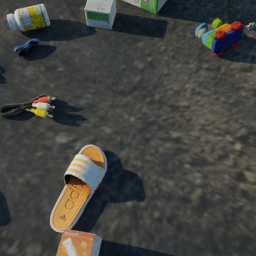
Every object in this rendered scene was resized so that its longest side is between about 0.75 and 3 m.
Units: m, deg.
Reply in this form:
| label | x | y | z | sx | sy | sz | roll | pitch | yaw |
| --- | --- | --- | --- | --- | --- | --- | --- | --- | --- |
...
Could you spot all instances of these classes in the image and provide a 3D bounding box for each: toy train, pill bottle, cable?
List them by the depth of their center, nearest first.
| label | x | y | z | sx | sy | sz | roll | pitch | yaw |
| --- | --- | --- | --- | --- | --- | --- | --- | --- | --- |
| cable | -2.863 | -0.668 | 7.977 | 1.689 | 0.425 | 0.820 | 3 | 64 | 1 |
| toy train | 3.213 | -3.210 | 9.091 | 1.897 | 0.803 | 1.097 | -30 | 54 | -14 |
| pill bottle | -3.282 | -3.608 | 9.257 | 1.241 | 0.700 | 0.700 | -16 | 65 | -8 |

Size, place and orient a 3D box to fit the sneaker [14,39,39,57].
| label | x | y | z | sx | sy | sz | roll | pitch | yaw |
| --- | --- | --- | --- | --- | --- | --- | --- | --- | --- |
| sneaker | -3.198 | -2.551 | 8.992 | 0.843 | 0.296 | 0.328 | -31 | 74 | -9 |

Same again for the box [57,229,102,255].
| label | x | y | z | sx | sy | sz | roll | pitch | yaw |
| --- | --- | --- | --- | --- | --- | --- | --- | --- | --- |
| box | -1.105 | 2.884 | 5.997 | 0.751 | 0.588 | 1.207 | 3 | 61 | 14 |

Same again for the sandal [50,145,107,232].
| label | x | y | z | sx | sy | sz | roll | pitch | yaw |
| --- | --- | --- | --- | --- | --- | --- | --- | --- | --- |
| sandal | -1.193 | 1.400 | 6.842 | 0.875 | 0.655 | 2.285 | 19 | 66 | 9 |

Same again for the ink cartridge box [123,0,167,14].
| label | x | y | z | sx | sy | sz | roll | pitch | yaw |
| --- | --- | --- | --- | --- | --- | --- | --- | --- | --- |
| ink cartridge box | 0.081 | -5.391 | 9.410 | 2.727 | 1.999 | 1.133 | 28 | 67 | 14 |

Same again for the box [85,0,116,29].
| label | x | y | z | sx | sy | sz | roll | pitch | yaw |
| --- | --- | --- | --- | --- | --- | --- | --- | --- | --- |
| box | -0.905 | -3.928 | 9.379 | 0.871 | 0.750 | 0.875 | 9 | 66 | 4 |
